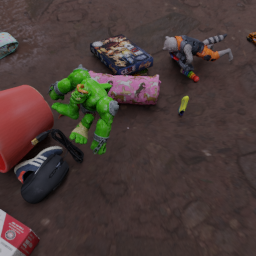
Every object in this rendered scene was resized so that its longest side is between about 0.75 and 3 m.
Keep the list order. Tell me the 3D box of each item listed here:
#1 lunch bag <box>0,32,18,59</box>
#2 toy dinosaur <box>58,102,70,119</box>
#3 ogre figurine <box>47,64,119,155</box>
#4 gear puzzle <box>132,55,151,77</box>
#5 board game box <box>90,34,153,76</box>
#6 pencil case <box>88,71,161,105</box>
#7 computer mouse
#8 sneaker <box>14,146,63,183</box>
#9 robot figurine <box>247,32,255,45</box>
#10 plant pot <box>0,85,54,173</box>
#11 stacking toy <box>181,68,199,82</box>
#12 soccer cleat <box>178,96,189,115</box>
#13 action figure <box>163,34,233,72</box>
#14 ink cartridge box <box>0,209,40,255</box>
[{"bbox_3d":[-5.275,-3.548,11.876,1.037,0.632,0.883,-38,61,-18],"label":"lunch bag"},{"bbox_3d":[-2.069,-0.696,10.066,0.762,0.441,0.839,7,94,-14],"label":"toy dinosaur"},{"bbox_3d":[-1.142,-0.627,7.402,1.185,1.448,2.415,12,36,-41],"label":"ogre figurine"},{"bbox_3d":[0.414,-2.525,11.367,0.879,0.222,1.698,10,54,7],"label":"gear puzzle"},{"bbox_3d":[-0.297,-2.963,11.299,1.588,0.406,2.344,-25,50,-23],"label":"board game box"},{"bbox_3d":[-0.186,-1.432,10.028,2.703,1.119,1.169,5,75,3],"label":"pencil case"},{"bbox_3d":[-2.352,1.012,8.095,2.174,0.500,1.527,-45,106,-27],"label":"computer mouse"},{"bbox_3d":[-2.603,1.154,8.476,1.548,0.580,0.654,-31,57,-9],"label":"sneaker"},{"bbox_3d":[5.710,-3.935,12.381,0.654,0.263,0.902,-22,57,-17],"label":"robot figurine"},{"bbox_3d":[-3.578,-0.140,8.546,2.319,2.319,2.052,33,50,22],"label":"plant pot"},{"bbox_3d":[2.469,-2.117,11.026,0.345,0.345,0.808,-36,65,-23],"label":"stacking toy"},{"bbox_3d":[1.948,-0.768,9.694,0.251,0.776,0.325,-2,48,-18],"label":"soccer cleat"},{"bbox_3d":[2.517,-3.287,11.108,2.493,1.348,2.577,0,39,-18],"label":"action figure"},{"bbox_3d":[-3.543,3.159,6.746,1.628,0.919,2.218,24,57,16],"label":"ink cartridge box"}]
